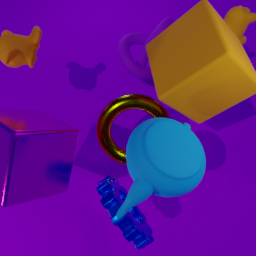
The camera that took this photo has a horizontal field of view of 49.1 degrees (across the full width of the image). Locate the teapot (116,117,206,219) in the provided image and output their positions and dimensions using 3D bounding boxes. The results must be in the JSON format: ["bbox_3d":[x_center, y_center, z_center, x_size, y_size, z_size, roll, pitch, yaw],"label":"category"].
[{"bbox_3d":[0.497,0.562,4.462,1.284,1.011,2.065,39,54,4],"label":"teapot"}]

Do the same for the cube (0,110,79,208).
[{"bbox_3d":[-1.944,0.472,5.310,1.336,1.336,1.336,23,106,37],"label":"cube"}]

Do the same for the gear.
[{"bbox_3d":[-0.051,1.733,5.863,0.294,1.590,1.590,-37,75,2],"label":"gear"}]

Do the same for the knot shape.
[{"bbox_3d":[0.482,-1.690,6.505,1.595,1.704,0.788,-14,30,-33],"label":"knot shape"}]

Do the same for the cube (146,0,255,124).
[{"bbox_3d":[1.350,-1.132,5.150,1.361,1.361,1.361,-32,51,32],"label":"cube"}]

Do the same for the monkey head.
[{"bbox_3d":[-2.569,-1.963,6.587,0.908,1.084,1.507,12,32,-35],"label":"monkey head"}]

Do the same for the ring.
[{"bbox_3d":[0.151,0.075,6.675,1.823,0.365,1.823,0,110,-1],"label":"ring"}]

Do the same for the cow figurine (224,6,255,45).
[{"bbox_3d":[2.406,-2.405,6.988,1.293,1.314,0.721,-7,48,-25],"label":"cow figurine"}]
